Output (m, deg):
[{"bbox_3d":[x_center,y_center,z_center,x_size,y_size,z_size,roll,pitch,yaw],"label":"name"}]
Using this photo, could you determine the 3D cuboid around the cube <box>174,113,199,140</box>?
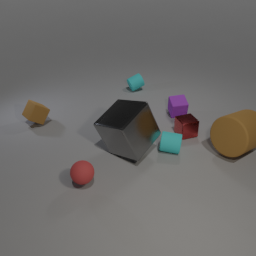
[{"bbox_3d":[2.257,-0.064,10.845,0.700,0.700,0.700,-11,32,-14],"label":"cube"}]

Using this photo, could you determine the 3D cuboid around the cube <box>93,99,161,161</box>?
[{"bbox_3d":[-0.003,0.026,9.405,1.400,1.400,1.400,10,49,44],"label":"cube"}]

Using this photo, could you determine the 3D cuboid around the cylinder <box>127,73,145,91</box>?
[{"bbox_3d":[0.401,-2.388,14.626,0.700,0.700,0.700,-29,36,-7],"label":"cylinder"}]

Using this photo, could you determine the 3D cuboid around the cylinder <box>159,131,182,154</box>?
[{"bbox_3d":[1.505,0.509,9.856,0.700,0.700,0.700,10,32,9],"label":"cylinder"}]

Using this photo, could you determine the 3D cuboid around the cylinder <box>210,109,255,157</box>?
[{"bbox_3d":[3.794,0.157,9.595,1.400,1.400,1.400,-15,33,-38],"label":"cylinder"}]

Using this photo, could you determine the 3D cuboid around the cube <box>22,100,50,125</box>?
[{"bbox_3d":[-3.758,-0.645,11.435,0.700,0.700,0.700,30,5,41],"label":"cube"}]

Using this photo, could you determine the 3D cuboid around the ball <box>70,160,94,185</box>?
[{"bbox_3d":[-1.329,1.290,8.136,0.700,0.700,0.700,0,31,0],"label":"ball"}]

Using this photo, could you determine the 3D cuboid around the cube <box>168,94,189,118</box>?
[{"bbox_3d":[2.164,-0.942,12.170,0.700,0.700,0.700,-7,47,-5],"label":"cube"}]
